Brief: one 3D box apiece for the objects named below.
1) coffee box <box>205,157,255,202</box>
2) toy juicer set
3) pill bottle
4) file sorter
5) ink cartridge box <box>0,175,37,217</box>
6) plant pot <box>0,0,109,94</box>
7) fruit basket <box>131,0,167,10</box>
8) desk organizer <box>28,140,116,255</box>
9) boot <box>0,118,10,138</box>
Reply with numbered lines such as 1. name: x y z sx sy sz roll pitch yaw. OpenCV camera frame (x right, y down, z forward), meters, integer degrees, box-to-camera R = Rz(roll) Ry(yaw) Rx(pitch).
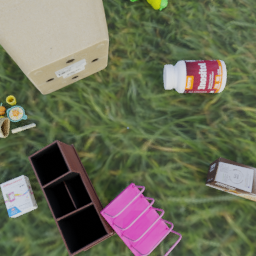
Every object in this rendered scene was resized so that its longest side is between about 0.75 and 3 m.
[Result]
1. coffee box: 2.716 1.266 6.617 1.504 0.860 0.600 18 72 5
2. toy juicer set: -3.070 -0.291 7.444 0.703 0.301 1.106 -38 76 -12
3. pill bottle: 1.756 -1.372 7.517 1.530 0.864 0.864 -1 71 1
4. file sorter: 0.310 2.073 6.048 0.990 0.893 1.424 -40 96 -20
5. ink cartridge box: -2.633 1.639 6.757 0.602 0.352 0.833 -23 72 -7
6. plant pot: -1.929 -2.541 7.048 2.900 2.903 2.570 -26 87 -9
7. fruit basket: 0.732 -4.382 8.497 1.587 1.145 1.587 -4 55 5
8. desk organizer: -1.294 1.540 6.405 0.867 0.931 2.418 -30 73 3
9. boot: -3.576 0.218 7.147 0.902 0.422 1.160 6 65 14
